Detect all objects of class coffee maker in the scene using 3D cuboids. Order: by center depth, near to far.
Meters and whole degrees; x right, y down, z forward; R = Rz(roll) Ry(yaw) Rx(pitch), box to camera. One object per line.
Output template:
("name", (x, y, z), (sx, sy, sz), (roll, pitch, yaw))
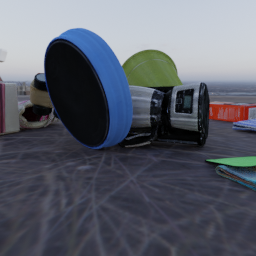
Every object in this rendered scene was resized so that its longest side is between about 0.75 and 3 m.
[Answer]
("coffee maker", (0.837, -0.406, 7.201), (2.410, 1.623, 2.315), (4, 8, 18))

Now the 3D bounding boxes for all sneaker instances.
("sneaker", (-3.059, -0.548, 10.160), (1.274, 1.175, 2.889), (9, 21, 42))

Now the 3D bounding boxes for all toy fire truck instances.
("toy fire truck", (-1.806, -1.228, 9.105), (2.149, 1.571, 2.441), (11, 36, -6))

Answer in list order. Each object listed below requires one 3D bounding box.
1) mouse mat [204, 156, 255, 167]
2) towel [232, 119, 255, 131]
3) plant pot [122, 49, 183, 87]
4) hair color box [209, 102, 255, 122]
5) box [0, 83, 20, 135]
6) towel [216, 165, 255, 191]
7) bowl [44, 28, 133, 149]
("mouse mat", (2.315, 0.594, 5.078), (1.509, 0.057, 1.214), (-4, -1, -10))
("towel", (5.238, -0.026, 9.322), (2.985, 0.356, 2.161), (-8, 14, -35))
("plant pot", (0.946, -1.121, 9.150), (2.306, 2.306, 2.190), (-2, 31, -14))
("hair color box", (4.408, -0.729, 12.274), (1.229, 0.741, 2.421), (-6, 10, -32))
("box", (-4.894, -0.523, 7.995), (1.850, 1.576, 2.894), (5, 10, 28))
("towel", (2.291, 0.729, 4.514), (1.414, 0.153, 1.037), (-3, 10, -22))
("bowl", (-1.023, -0.787, 6.320), (0.542, 2.764, 2.764), (-28, 24, -35))
